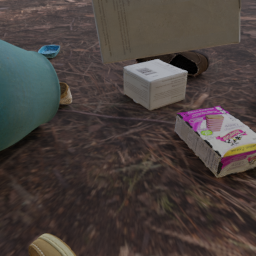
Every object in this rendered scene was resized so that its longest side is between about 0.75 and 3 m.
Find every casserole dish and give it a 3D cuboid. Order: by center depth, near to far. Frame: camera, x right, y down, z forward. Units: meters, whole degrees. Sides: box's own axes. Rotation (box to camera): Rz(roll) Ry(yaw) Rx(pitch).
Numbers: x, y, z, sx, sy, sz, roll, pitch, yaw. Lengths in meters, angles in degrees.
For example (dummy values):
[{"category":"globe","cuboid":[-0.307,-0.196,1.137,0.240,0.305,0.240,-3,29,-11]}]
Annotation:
[{"category":"casserole dish","cuboid":[-3.553,-3.458,12.694,0.836,0.268,1.380,0,33,0]}]

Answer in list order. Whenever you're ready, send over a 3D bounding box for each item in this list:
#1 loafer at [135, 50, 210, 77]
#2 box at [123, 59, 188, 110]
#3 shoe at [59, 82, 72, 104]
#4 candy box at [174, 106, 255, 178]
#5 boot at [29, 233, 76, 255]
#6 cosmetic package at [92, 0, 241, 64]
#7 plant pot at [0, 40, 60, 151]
[{"category":"loafer","cuboid":[1.538,-2.643,10.613,2.976,1.087,1.056,12,33,19]},{"category":"box","cuboid":[0.826,-1.406,8.799,1.455,0.951,1.448,-20,37,-28]},{"category":"shoe","cuboid":[-2.790,-1.036,8.654,2.268,0.605,0.793,6,68,16]},{"category":"candy box","cuboid":[2.121,0.221,6.555,1.319,0.590,1.935,-10,34,-17]},{"category":"boot","cuboid":[-1.112,2.344,3.014,1.750,0.819,2.251,-21,42,-32]},{"category":"cosmetic package","cuboid":[0.662,-2.113,5.155,2.532,1.429,1.027,-8,22,-1]},{"category":"plant pot","cuboid":[-3.138,-0.746,6.336,2.859,2.859,2.687,20,22,29]}]
